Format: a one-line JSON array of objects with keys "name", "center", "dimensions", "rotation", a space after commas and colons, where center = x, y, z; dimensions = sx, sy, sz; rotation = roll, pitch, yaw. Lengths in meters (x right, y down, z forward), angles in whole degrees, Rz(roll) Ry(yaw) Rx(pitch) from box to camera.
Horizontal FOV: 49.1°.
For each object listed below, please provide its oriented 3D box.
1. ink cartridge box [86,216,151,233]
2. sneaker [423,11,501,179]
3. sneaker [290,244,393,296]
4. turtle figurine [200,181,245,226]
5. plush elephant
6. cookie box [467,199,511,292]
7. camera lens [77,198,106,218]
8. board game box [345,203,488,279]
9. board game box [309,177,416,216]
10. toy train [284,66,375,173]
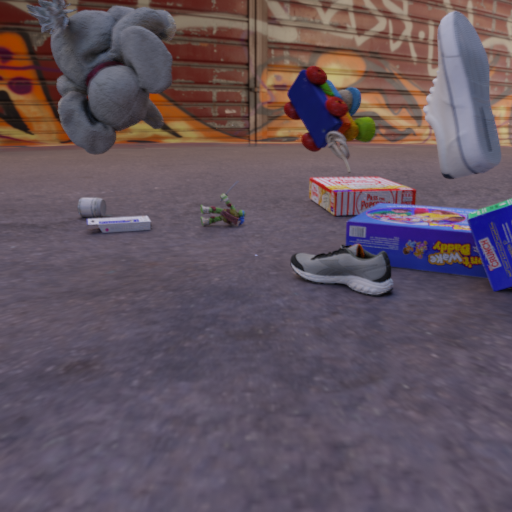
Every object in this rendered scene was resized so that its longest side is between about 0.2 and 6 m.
[{"name": "ink cartridge box", "center": [-3.343, -0.767, 13.640], "dimensions": [1.497, 0.278, 0.709], "rotation": [-2, 15, -17]}, {"name": "sneaker", "center": [2.781, -2.270, 7.977], "dimensions": [0.885, 2.424, 0.858], "rotation": [9, -17, -37]}, {"name": "sneaker", "center": [1.417, 0.115, 9.353], "dimensions": [1.889, 0.749, 0.698], "rotation": [10, 19, 37]}, {"name": "turtle figurine", "center": [-0.879, -1.175, 14.198], "dimensions": [1.094, 1.129, 0.812], "rotation": [-8, -17, -14]}, {"name": "plush elephant", "center": [-2.071, -2.633, 8.364], "dimensions": [2.036, 1.914, 2.472], "rotation": [-32, -7, 17]}, {"name": "cookie box", "center": [4.318, -0.296, 8.915], "dimensions": [1.515, 1.296, 0.569], "rotation": [-19, 4, 23]}, {"name": "camera lens", "center": [-4.452, -1.304, 15.154], "dimensions": [0.659, 0.527, 0.527], "rotation": [1, 15, 6]}, {"name": "board game box", "center": [3.841, -0.346, 10.925], "dimensions": [3.615, 0.809, 2.431], "rotation": [7, 16, 26]}, {"name": "board game box", "center": [3.047, -1.822, 16.733], "dimensions": [2.334, 0.713, 3.081], "rotation": [-2, 15, -8]}, {"name": "toy train", "center": [1.745, -2.473, 10.966], "dimensions": [1.513, 1.107, 2.616], "rotation": [-1, 53, -35]}]
